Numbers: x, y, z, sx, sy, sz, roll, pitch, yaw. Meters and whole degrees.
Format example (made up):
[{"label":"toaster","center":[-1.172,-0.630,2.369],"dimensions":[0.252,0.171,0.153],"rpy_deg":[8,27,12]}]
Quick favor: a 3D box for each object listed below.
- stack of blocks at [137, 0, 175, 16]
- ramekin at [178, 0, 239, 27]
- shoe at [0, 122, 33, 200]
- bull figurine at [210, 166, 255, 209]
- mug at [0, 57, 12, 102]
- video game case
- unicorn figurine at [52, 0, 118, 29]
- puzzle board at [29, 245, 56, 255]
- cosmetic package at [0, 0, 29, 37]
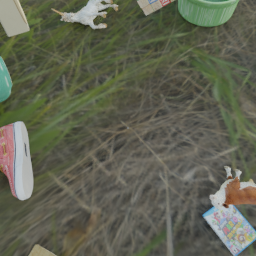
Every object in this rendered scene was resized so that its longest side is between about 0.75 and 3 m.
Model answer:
[{"label":"stack of blocks","center":[0.544,-4.352,7.911],"dimensions":[1.142,1.983,0.581],"rpy_deg":[-20,52,21]},{"label":"ramekin","center":[2.908,-4.772,10.162],"dimensions":[2.294,1.120,2.294],"rpy_deg":[0,60,0]},{"label":"shoe","center":[-3.082,0.869,7.118],"dimensions":[1.028,0.807,2.259],"rpy_deg":[-14,56,-7]},{"label":"bull figurine","center":[1.529,0.820,3.767],"dimensions":[0.909,0.296,0.552],"rpy_deg":[2,95,-4]},{"label":"mug","center":[-4.128,-1.571,7.989],"dimensions":[1.190,1.581,1.924],"rpy_deg":[-23,75,-23]},{"label":"video game case","center":[2.429,2.312,6.642],"dimensions":[0.789,0.098,1.102],"rpy_deg":[-30,64,-16]},{"label":"unicorn figurine","center":[-1.366,-4.178,10.099],"dimensions":[1.544,0.830,2.247],"rpy_deg":[17,46,21]},{"label":"puzzle board","center":[-1.288,4.051,5.558],"dimensions":[2.898,0.252,2.184],"rpy_deg":[24,64,14]},{"label":"cosmetic package","center":[-2.243,-2.357,5.046],"dimensions":[0.453,1.239,0.641],"rpy_deg":[-21,68,-9]}]
